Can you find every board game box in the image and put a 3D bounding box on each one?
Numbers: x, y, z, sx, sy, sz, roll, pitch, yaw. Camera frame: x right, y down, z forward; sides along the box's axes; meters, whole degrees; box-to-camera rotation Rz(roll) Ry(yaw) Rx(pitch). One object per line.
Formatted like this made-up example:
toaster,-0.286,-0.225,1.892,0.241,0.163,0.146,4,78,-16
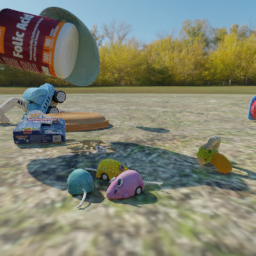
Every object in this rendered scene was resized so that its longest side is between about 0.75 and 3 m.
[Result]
board game box,-2.386,-0.067,7.737,1.290,0.398,1.290,-2,29,-12

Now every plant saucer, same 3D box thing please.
plant saucer,-1.682,-2.418,8.332,2.432,2.432,0.468,7,39,37
plant saucer,-2.050,-0.303,10.510,2.673,0.431,2.673,0,9,0

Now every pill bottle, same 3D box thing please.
pill bottle,-2.842,-2.385,7.697,2.658,1.517,1.517,14,9,2

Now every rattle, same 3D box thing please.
rattle,1.753,0.543,5.326,0.706,0.644,0.989,18,-9,31

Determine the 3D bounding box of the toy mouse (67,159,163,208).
toy mouse,-0.352,0.742,4.055,1.583,0.306,1.407,4,10,25

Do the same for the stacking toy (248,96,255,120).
stacking toy,5.552,-0.526,10.748,1.163,1.099,2.003,3,21,0

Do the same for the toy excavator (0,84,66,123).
toy excavator,-4.224,-1.031,11.924,1.221,2.377,2.445,9,-16,43

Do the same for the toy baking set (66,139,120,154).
toy baking set,-0.844,0.442,6.644,1.332,0.155,1.022,0,12,0

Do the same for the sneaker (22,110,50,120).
sneaker,-3.027,-0.194,8.930,1.836,0.655,0.734,12,12,43

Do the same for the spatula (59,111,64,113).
spatula,-3.495,-0.723,14.052,0.474,0.172,1.677,-1,9,-3
